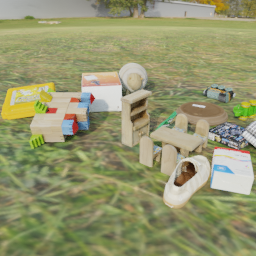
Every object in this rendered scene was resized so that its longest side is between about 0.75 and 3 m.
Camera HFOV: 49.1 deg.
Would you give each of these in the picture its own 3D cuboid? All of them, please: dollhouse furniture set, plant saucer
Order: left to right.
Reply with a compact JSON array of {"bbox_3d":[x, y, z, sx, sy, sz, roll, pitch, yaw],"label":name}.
[{"bbox_3d":[1.140,-0.053,9.420,2.680,1.780,2.349,19,32,34],"label":"dollhouse furniture set"},{"bbox_3d":[3.260,-0.697,12.457,2.313,0.341,2.313,-1,25,0],"label":"plant saucer"}]

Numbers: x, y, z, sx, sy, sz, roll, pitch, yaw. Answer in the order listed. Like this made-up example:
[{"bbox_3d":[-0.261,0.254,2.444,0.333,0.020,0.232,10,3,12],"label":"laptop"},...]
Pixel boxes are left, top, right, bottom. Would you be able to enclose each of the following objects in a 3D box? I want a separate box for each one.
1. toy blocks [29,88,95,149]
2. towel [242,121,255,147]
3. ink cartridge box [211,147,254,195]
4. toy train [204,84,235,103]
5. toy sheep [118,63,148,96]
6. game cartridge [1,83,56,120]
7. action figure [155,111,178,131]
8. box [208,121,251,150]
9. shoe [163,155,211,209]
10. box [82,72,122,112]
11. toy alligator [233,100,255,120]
[{"bbox_3d":[-2.347,-0.471,10.673,2.006,1.466,2.934,1,39,3],"label":"toy blocks"},{"bbox_3d":[4.934,0.234,9.685,1.657,0.709,1.372,-23,54,-40],"label":"towel"},{"bbox_3d":[3.054,1.122,8.332,1.052,0.609,1.811,8,26,14],"label":"ink cartridge box"},{"bbox_3d":[4.675,-1.780,14.406,0.882,0.659,1.547,-32,39,-33],"label":"toy train"},{"bbox_3d":[0.233,-2.613,14.863,1.750,1.750,2.538,-5,26,-10],"label":"toy sheep"},{"bbox_3d":[-4.591,-1.324,13.202,2.337,0.430,2.651,-10,32,-10],"label":"game cartridge"},{"bbox_3d":[1.455,-0.197,10.539,1.057,0.289,0.625,-39,-1,13],"label":"action figure"},{"bbox_3d":[3.887,0.261,10.444,1.392,0.346,1.382,-20,33,-36],"label":"box"},{"bbox_3d":[1.757,1.314,7.885,0.858,0.655,2.455,15,29,28],"label":"shoe"},{"bbox_3d":[-1.295,-1.801,13.637,1.830,1.278,2.404,-3,26,-7],"label":"box"},{"bbox_3d":[5.441,-0.899,12.389,2.463,0.730,0.668,-13,29,-26],"label":"toy alligator"}]
